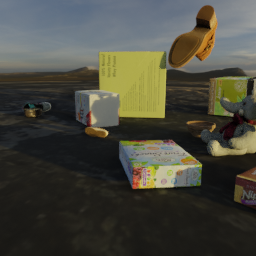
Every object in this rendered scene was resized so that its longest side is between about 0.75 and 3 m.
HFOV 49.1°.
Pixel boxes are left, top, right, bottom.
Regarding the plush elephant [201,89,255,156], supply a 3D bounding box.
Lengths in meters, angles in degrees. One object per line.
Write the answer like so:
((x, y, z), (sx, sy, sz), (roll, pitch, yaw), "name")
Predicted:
((2.952, -0.177, 7.222), (2.037, 1.577, 1.678), (3, 13, 14), "plush elephant")

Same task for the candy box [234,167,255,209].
((2.686, 0.936, 4.692), (1.739, 0.491, 1.015), (-8, 14, -39), "candy box")

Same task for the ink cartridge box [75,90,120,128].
((-1.225, -0.797, 10.892), (1.220, 1.226, 1.687), (-6, 14, -27), "ink cartridge box")

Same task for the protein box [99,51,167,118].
((0.267, -2.000, 12.690), (2.830, 2.809, 1.909), (1, 12, 6), "protein box")

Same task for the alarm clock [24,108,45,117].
((-4.303, -0.707, 12.518), (1.126, 0.375, 0.759), (13, 18, 40), "alarm clock")

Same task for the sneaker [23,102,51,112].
((-4.372, -0.964, 13.211), (1.322, 0.553, 0.798), (-7, 7, 3), "sneaker")

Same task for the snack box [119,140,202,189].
((0.568, 0.681, 5.854), (1.295, 0.482, 1.821), (-2, 12, -9), "snack box")

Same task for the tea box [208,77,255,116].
((5.282, -1.485, 12.929), (2.493, 1.693, 2.534), (6, 14, 32), "tea box")

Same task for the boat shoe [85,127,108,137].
((-1.000, 0.130, 8.962), (0.768, 0.283, 0.266), (14, 13, 16), "boat shoe")

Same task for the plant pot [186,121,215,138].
((2.305, 0.053, 8.917), (0.906, 0.418, 0.906), (-1, 13, 0), "plant pot")

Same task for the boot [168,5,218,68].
((2.908, -3.377, 11.908), (1.075, 2.917, 2.257), (37, 0, 24), "boot")
